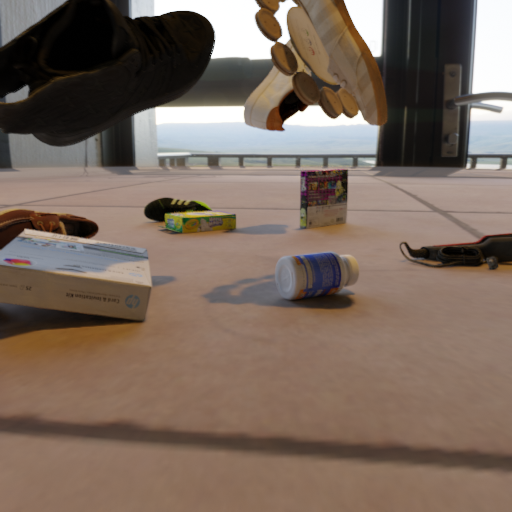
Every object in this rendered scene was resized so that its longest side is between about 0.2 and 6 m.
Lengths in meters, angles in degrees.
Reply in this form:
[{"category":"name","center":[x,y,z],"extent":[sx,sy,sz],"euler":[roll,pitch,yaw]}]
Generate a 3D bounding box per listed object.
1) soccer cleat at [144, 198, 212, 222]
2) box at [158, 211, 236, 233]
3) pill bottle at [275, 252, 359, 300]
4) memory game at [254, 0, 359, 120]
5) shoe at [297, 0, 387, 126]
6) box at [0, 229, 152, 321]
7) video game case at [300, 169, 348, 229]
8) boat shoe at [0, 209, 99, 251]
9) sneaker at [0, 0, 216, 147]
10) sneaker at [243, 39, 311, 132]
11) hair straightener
[{"category":"soccer cleat","center":[-1.965,-1.163,14.338],"extent":[1.789,0.604,0.725],"euler":[-5,18,-31]},{"category":"box","center":[-1.386,-0.797,12.984],"extent":[1.622,0.392,0.952],"euler":[-9,14,-33]},{"category":"pill bottle","center":[0.817,0.243,7.345],"extent":[1.025,0.574,0.574],"euler":[-5,12,-26]},{"category":"memory game","center":[0.769,-2.873,7.702],"extent":[0.146,2.288,2.288],"euler":[-28,-9,40]},{"category":"shoe","center":[1.044,-2.619,7.046],"extent":[0.596,2.232,0.780],"euler":[-21,-2,9]},{"category":"box","center":[-2.267,0.177,7.125],"extent":[1.775,0.469,2.276],"euler":[9,8,-15]},{"category":"video game case","center":[1.639,-1.388,13.446],"extent":[1.495,1.355,0.268],"euler":[-11,16,-41]},{"category":"boat shoe","center":[-3.738,-0.399,9.939],"extent":[0.863,0.865,2.397],"euler":[3,6,22]},{"category":"sneaker","center":[-1.699,-2.418,6.801],"extent":[3.626,1.089,1.891],"euler":[-40,1,-24]},{"category":"sneaker","center":[0.962,-3.970,12.845],"extent":[1.242,2.935,1.069],"euler":[25,-15,26]},{"category":"hair straightener","center":[3.651,-0.113,9.228],"extent":[2.504,0.512,0.963],"euler":[1,11,4]}]
